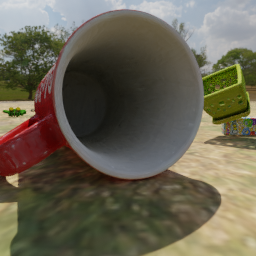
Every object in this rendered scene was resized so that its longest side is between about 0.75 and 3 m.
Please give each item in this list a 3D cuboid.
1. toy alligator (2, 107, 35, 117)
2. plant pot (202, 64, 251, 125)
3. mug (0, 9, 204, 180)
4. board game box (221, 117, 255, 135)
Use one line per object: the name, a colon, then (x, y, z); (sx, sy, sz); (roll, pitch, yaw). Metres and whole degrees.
toy alligator: (-4.959, -0.681, 12.793); (1.408, 0.418, 0.382); (-2, 48, -25)
plant pot: (2.347, -0.740, 6.721); (1.057, 0.964, 1.063); (-20, 28, 30)
mug: (-0.775, -0.426, 4.321); (2.556, 1.921, 2.879); (-1, 3, -26)
board game box: (2.857, -0.066, 7.145); (0.842, 0.434, 0.442); (1, 7, 11)
